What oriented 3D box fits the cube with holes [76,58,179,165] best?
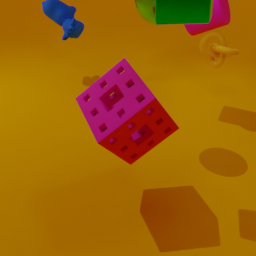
[{"bbox_3d":[-0.006,-0.270,5.199,1.170,1.170,1.170,-38,53,9],"label":"cube with holes"}]

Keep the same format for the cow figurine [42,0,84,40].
[{"bbox_3d":[-2.427,-4.064,10.323,1.719,0.944,1.691,29,33,-20],"label":"cow figurine"}]

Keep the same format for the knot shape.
[{"bbox_3d":[2.650,-2.248,8.336,1.143,1.069,0.528,32,71,10],"label":"knot shape"}]

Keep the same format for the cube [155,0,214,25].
[{"bbox_3d":[0.841,-1.960,4.062,0.760,0.760,0.760,5,29,17],"label":"cube"}]

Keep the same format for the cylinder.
[{"bbox_3d":[2.243,-3.361,8.068,1.095,1.095,1.095,-9,27,35],"label":"cylinder"}]

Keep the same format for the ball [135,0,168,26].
[{"bbox_3d":[0.713,-2.787,5.940,1.154,1.154,1.154,0,36,0],"label":"ball"}]
